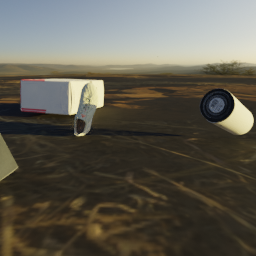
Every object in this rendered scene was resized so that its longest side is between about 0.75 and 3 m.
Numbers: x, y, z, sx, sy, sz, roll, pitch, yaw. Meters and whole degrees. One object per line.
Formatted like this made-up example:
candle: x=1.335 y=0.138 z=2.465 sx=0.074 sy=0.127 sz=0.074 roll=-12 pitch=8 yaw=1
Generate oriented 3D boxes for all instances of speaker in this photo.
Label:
speaker: x=2.353 y=-0.316 z=6.540 sx=0.754 sy=0.754 sz=1.856 roll=10 pitch=-4 yaw=37

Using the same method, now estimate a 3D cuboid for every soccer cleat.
soccer cleat: x=-1.110 y=-0.456 z=7.341 sx=0.503 sy=1.450 sz=0.563 roll=16 pitch=19 yaw=10

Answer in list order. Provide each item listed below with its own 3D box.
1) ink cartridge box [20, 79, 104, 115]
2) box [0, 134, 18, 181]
ink cartridge box: x=-2.493 y=-1.338 z=11.226 sx=2.146 sy=1.249 sz=2.946 roll=5 pitch=10 yaw=17
box: x=-2.422 y=0.266 z=4.519 sx=0.949 sy=1.042 sz=0.542 roll=23 pitch=49 yaw=34
